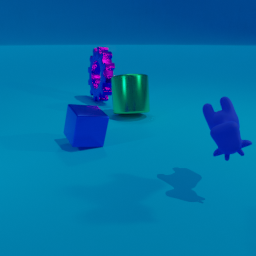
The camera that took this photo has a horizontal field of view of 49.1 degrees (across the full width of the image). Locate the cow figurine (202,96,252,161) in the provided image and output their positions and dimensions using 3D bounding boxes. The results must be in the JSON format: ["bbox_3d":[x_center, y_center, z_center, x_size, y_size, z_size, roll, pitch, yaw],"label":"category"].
[{"bbox_3d":[1.532,0.042,4.363,0.567,1.017,1.033,-22,-25,21],"label":"cow figurine"}]

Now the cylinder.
[{"bbox_3d":[0.084,-1.059,8.912,1.180,1.180,1.180,-3,4,0],"label":"cylinder"}]

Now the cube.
[{"bbox_3d":[-0.991,-0.062,6.551,0.769,0.769,0.769,1,23,-30],"label":"cube"}]

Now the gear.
[{"bbox_3d":[-1.063,-2.055,10.809,0.378,2.045,2.045,-3,18,-25],"label":"gear"}]
